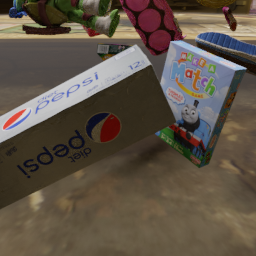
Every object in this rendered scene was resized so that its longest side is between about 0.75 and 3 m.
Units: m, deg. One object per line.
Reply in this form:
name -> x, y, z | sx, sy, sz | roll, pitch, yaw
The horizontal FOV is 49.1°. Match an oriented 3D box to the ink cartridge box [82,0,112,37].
ink cartridge box -> -0.936, -3.279, 7.518 | 0.539, 1.279, 0.926 | -23, 68, -27

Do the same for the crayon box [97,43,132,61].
crayon box -> -0.227, -1.802, 6.849 | 0.903, 0.263, 0.779 | 6, -1, 8

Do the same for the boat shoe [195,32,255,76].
boat shoe -> 2.097, -1.423, 5.652 | 1.640, 0.593, 0.592 | 25, 50, 15

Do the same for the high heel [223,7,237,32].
high heel -> 3.316, -3.553, 9.137 | 0.274, 0.814, 0.391 | -24, 31, 4

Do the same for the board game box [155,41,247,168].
board game box -> 0.794, -0.307, 3.576 | 0.242, 1.321, 0.999 | -14, 38, -36

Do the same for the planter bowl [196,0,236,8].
planter bowl -> 2.280, -3.759, 6.758 | 1.634, 1.634, 0.680 | 2, 26, 3

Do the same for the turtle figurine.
turtle figurine -> -1.245, -2.971, 6.079 | 2.251, 1.670, 2.321 | 20, 48, 15

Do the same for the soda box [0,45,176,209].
soda box -> -0.720, -0.004, 3.356 | 2.399, 0.819, 0.761 | -27, 33, 5

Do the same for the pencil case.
pencil case -> 0.634, -3.637, 8.456 | 1.298, 2.770, 1.257 | 2, 50, 48
